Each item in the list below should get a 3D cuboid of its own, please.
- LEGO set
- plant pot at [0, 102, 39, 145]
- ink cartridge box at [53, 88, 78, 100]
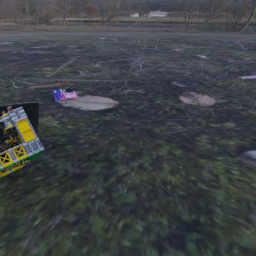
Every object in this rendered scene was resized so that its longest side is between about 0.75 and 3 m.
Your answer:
[{"bbox_3d":[-2.487,0.319,5.450,1.426,1.075,1.855,-27,-3,-22],"label":"LEGO set"},{"bbox_3d":[-2.922,-0.102,7.132,1.043,0.925,1.041,-7,5,26],"label":"plant pot"},{"bbox_3d":[-2.519,-1.378,11.316,0.944,0.447,0.175,-10,-17,-36],"label":"ink cartridge box"}]
